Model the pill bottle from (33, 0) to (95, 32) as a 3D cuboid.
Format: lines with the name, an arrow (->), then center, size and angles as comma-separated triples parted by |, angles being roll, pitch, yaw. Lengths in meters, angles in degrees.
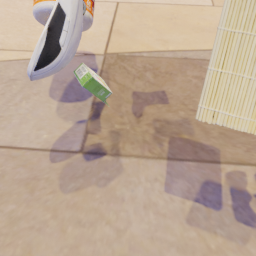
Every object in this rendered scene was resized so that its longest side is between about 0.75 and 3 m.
pill bottle -> -1.447, -3.797, 6.728 | 1.427, 1.427, 2.605 | 5, 88, 4

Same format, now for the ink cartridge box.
ink cartridge box -> -0.595, -0.811, 5.364 | 0.271, 0.913, 0.474 | -41, 55, 10

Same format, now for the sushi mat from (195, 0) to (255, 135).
sushi mat -> 1.919, -1.282, 3.881 | 1.346, 2.814, 0.170 | 15, 15, 15

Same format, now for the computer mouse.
computer mouse -> -0.945, -1.938, 4.853 | 0.585, 2.669, 1.463 | 25, 11, -13
